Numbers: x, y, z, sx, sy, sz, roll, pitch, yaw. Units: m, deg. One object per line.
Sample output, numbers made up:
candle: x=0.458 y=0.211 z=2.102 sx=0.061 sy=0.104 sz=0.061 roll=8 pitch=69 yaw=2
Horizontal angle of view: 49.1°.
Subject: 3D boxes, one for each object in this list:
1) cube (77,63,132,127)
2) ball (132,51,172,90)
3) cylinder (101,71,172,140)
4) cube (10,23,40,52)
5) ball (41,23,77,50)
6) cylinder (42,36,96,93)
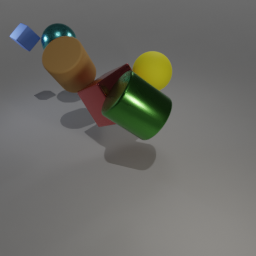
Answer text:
cube: x=-0.493 y=-1.024 z=9.101 sx=1.400 sy=1.400 sz=1.400 roll=-41 pitch=18 yaw=-31
ball: x=0.848 y=-1.974 z=9.854 sx=1.400 sy=1.400 sz=1.400 roll=0 pitch=33 yaw=0
cylinder: x=0.228 y=-0.594 z=7.591 sx=1.400 sy=1.400 sz=1.400 roll=32 pitch=26 yaw=-20
cube: x=-4.030 y=-3.557 z=10.980 sx=0.700 sy=0.700 sz=0.700 roll=33 pitch=84 yaw=41
ball: x=-2.723 y=-3.421 z=11.128 sx=1.400 sy=1.400 sz=1.400 roll=0 pitch=33 yaw=0
cylinder: x=-1.945 y=-2.108 z=9.453 sx=1.400 sy=1.400 sz=1.400 roll=-4 pitch=70 yaw=12
